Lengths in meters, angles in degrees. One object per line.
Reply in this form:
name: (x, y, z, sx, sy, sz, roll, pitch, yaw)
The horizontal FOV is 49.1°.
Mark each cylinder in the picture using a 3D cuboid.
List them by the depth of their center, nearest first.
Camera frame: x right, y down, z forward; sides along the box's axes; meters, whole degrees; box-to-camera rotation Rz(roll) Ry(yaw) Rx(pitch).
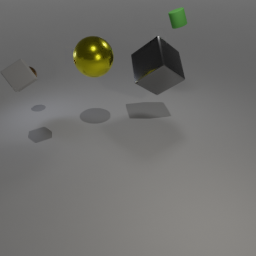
cylinder: (2.219, -4.889, 12.465, 0.700, 0.700, 0.700, -17, 28, 9)

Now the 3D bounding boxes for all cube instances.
cube: (-3.210, -1.551, 8.325, 0.700, 0.700, 0.700, -35, 14, -6)
cube: (1.138, -2.350, 10.792, 1.400, 1.400, 1.400, 20, 54, -43)

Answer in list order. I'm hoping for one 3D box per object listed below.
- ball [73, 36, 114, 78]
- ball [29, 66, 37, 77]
ball: (-1.190, -2.450, 9.689, 1.400, 1.400, 1.400, 0, 29, 0)
ball: (-4.067, -2.162, 11.409, 0.700, 0.700, 0.700, 0, 29, 0)
